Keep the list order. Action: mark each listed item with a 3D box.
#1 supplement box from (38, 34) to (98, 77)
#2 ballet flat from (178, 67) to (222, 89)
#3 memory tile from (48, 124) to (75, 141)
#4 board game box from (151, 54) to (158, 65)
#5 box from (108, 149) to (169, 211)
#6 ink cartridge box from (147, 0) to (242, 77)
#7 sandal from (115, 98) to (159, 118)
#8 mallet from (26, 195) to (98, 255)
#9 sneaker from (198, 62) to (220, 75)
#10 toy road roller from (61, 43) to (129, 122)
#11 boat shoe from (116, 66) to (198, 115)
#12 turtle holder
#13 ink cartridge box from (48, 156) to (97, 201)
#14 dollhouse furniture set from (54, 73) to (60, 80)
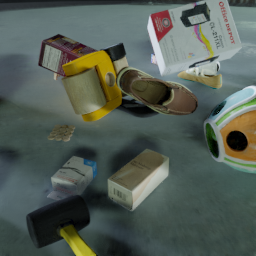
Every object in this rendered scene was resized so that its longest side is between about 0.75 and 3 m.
[{"bbox_3d":[-1.988,-2.571,10.804,2.457,1.053,1.356,24,32,2],"label":"supplement box"},{"bbox_3d":[2.863,-2.111,11.138,0.686,0.630,2.000,-26,38,-38],"label":"ballet flat"},{"bbox_3d":[-1.823,0.124,7.737,0.618,0.068,0.806,2,29,3],"label":"memory tile"},{"bbox_3d":[1.633,-3.281,13.430,0.690,0.419,0.865,-15,33,-24],"label":"board game box"},{"bbox_3d":[0.244,1.005,5.699,0.629,0.515,1.324,20,35,31],"label":"box"},{"bbox_3d":[2.411,-3.410,10.450,2.890,2.106,1.197,-16,-5,-2],"label":"ink cartridge box"},{"bbox_3d":[0.145,-0.724,8.911,1.810,0.387,0.688,17,33,27],"label":"sandal"},{"bbox_3d":[-0.655,1.754,3.632,0.987,0.617,2.997,-14,17,-23],"label":"mallet"},{"bbox_3d":[3.089,-3.161,12.510,2.322,0.935,1.700,13,40,26],"label":"sneaker"},{"bbox_3d":[-1.194,-1.469,9.008,2.049,1.725,2.807,-2,26,38],"label":"toy road roller"},{"bbox_3d":[0.960,-0.839,7.717,2.677,0.989,0.990,14,16,-26],"label":"boat shoe"},{"bbox_3d":[2.603,-0.060,6.126,1.792,1.918,2.524,-14,31,2],"label":"turtle holder"},{"bbox_3d":[-1.147,1.050,5.793,0.605,0.354,1.043,11,31,19],"label":"ink cartridge box"},{"bbox_3d":[-2.708,-2.223,11.725,0.748,0.389,0.756,-8,29,-38],"label":"dollhouse furniture set"}]
